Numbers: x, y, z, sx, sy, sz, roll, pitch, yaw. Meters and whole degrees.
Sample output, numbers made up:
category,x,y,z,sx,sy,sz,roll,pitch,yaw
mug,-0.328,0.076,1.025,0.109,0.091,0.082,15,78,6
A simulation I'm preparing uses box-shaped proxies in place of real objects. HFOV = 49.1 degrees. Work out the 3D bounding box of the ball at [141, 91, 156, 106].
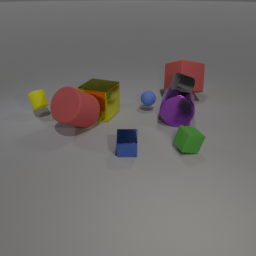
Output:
category,x,y,z,sx,sy,sz,roll,pitch,yaw
ball,0.928,-1.354,12.809,0.700,0.700,0.700,0,28,0

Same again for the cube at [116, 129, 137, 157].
category,x,y,z,sx,sy,sz,roll,pitch,yaw
cube,-0.028,0.517,9.588,0.700,0.700,0.700,0,46,2

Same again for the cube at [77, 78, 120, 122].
category,x,y,z,sx,sy,sz,roll,pitch,yaw
cube,-1.263,-1.257,12.353,1.400,1.400,1.400,11,30,19

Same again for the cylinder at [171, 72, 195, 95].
category,x,y,z,sx,sy,sz,roll,pitch,yaw
cylinder,2.125,-1.722,10.890,0.700,0.700,0.700,15,24,-17

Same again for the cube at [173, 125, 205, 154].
category,x,y,z,sx,sy,sz,roll,pitch,yaw
cube,2.119,0.403,9.765,0.700,0.700,0.700,7,26,-26

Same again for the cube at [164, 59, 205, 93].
category,x,y,z,sx,sy,sz,roll,pitch,yaw
cube,2.754,-2.485,13.810,1.400,1.400,1.400,2,2,-28

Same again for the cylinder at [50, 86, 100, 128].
category,x,y,z,sx,sy,sz,roll,pitch,yaw
cylinder,-2.032,-0.774,10.900,1.400,1.400,1.400,15,-1,26

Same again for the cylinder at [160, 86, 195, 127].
category,x,y,z,sx,sy,sz,roll,pitch,yaw
cylinder,2.096,-0.971,11.803,1.400,1.400,1.400,5,28,10

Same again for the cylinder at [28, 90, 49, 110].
category,x,y,z,sx,sy,sz,roll,pitch,yaw
cylinder,-3.892,-1.218,12.184,0.700,0.700,0.700,-20,0,0
